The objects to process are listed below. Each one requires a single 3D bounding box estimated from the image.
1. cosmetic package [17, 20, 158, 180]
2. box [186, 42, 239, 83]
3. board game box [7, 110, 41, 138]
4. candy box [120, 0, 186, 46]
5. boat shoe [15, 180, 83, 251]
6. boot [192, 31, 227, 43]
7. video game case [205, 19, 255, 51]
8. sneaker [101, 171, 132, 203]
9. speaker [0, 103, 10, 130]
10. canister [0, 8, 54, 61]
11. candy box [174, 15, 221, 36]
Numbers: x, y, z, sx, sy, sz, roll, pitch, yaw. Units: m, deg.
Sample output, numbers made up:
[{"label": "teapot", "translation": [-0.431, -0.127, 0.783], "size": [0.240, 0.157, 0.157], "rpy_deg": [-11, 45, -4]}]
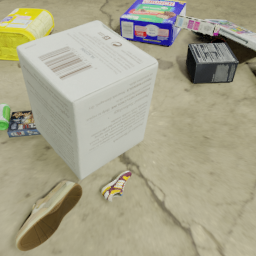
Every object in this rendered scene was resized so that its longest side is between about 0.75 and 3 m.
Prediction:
[{"label": "cosmetic package", "translation": [-0.979, -0.709, 6.982], "size": [2.262, 2.720, 2.276], "rpy_deg": [-31, 59, -29]}, {"label": "box", "translation": [3.016, -2.406, 10.314], "size": [1.467, 0.911, 1.479], "rpy_deg": [-1, 43, -2]}, {"label": "board game box", "translation": [-2.831, -0.171, 8.424], "size": [1.363, 0.236, 0.923], "rpy_deg": [-6, 44, -6]}, {"label": "candy box", "translation": [1.238, -5.027, 12.981], "size": [2.403, 1.095, 2.842], "rpy_deg": [13, 44, 15]}, {"label": "boat shoe", "translation": [-1.755, 1.824, 6.061], "size": [0.576, 0.639, 1.773], "rpy_deg": [13, 44, 33]}, {"label": "boot", "translation": [3.557, -4.047, 12.246], "size": [1.654, 0.597, 1.249], "rpy_deg": [16, 39, 11]}, {"label": "video game case", "translation": [4.610, -3.775, 11.376], "size": [2.537, 0.320, 2.784], "rpy_deg": [35, 34, 21]}, {"label": "sneaker", "translation": [-0.190, 1.410, 6.706], "size": [0.909, 0.341, 0.409], "rpy_deg": [-36, 60, -24]}, {"label": "speaker", "translation": [-3.793, -0.351, 8.505], "size": [0.402, 0.402, 0.908], "rpy_deg": [-10, 44, -11]}, {"label": "canister", "translation": [-4.488, -4.070, 11.906], "size": [2.067, 1.205, 2.784], "rpy_deg": [5, 42, 5]}, {"label": "candy box", "translation": [1.983, -2.913, 7.965], "size": [1.135, 0.346, 0.774], "rpy_deg": [21, 25, 20]}]
